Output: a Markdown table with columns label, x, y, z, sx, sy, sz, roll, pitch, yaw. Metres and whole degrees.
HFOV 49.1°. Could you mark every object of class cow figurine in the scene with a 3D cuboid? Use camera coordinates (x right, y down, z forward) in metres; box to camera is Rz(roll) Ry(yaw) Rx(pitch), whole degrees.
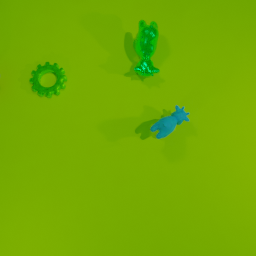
| label | x | y | z | sx | sy | sz | roll | pitch | yaw |
| --- | --- | --- | --- | --- | --- | --- | --- | --- | --- |
| cow figurine | 1.271 | -0.182 | 8.296 | 1.110 | 1.128 | 0.619 | -41 | 81 | 17 |
| cow figurine | 0.599 | -2.462 | 8.893 | 0.854 | 1.556 | 1.531 | 2 | 48 | -12 |

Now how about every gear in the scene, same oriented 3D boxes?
| label | x | y | z | sx | sy | sz | roll | pitch | yaw |
| --- | --- | --- | --- | --- | --- | --- | --- | --- | --- |
| gear | -2.617 | -1.593 | 9.237 | 1.176 | 0.218 | 1.176 | 0 | 77 | 0 |
